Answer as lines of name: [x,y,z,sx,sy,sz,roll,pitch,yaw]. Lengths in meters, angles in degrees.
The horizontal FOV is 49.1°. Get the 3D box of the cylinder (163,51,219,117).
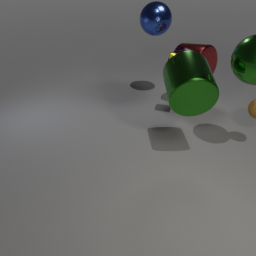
cylinder: [1.800,-1.299,8.214,1.400,1.400,1.400,-1,47,-2]

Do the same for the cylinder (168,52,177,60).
cylinder: [1.891,-2.497,10.775,0.700,0.700,0.700,18,32,8]

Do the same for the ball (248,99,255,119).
ball: [4.404,-0.645,9.407,0.700,0.700,0.700,0,29,0]

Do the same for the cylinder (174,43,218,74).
cylinder: [2.822,-2.858,11.914,1.400,1.400,1.400,-23,30,-35]

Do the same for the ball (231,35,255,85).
ball: [3.651,-1.921,7.930,1.400,1.400,1.400,0,29,0]

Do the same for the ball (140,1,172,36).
ball: [1.202,-4.729,12.142,1.400,1.400,1.400,0,29,0]
